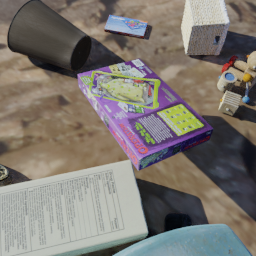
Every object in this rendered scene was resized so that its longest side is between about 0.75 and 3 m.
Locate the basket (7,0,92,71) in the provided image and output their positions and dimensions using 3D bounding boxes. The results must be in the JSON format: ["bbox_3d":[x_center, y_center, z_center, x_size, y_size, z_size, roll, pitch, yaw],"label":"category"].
[{"bbox_3d":[-2.085,-2.492,7.878,1.887,1.284,1.702,28,79,9],"label":"basket"}]

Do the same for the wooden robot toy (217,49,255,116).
[{"bbox_3d":[3.167,-1.614,7.444,1.133,1.167,2.571,37,68,17],"label":"wooden robot toy"}]

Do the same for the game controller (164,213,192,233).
[{"bbox_3d":[1.063,2.387,5.938,0.584,0.236,1.120,-3,61,15],"label":"game controller"}]

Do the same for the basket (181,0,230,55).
[{"bbox_3d":[2.177,-2.969,8.094,1.037,1.277,1.289,-2,63,2],"label":"basket"}]

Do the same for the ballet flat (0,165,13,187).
[{"bbox_3d":[-3.821,0.661,6.397,2.758,0.929,0.639,23,104,15],"label":"ballet flat"}]

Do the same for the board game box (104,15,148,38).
[{"bbox_3d":[-0.059,-3.211,8.859,1.263,0.123,0.650,13,65,7],"label":"board game box"}]

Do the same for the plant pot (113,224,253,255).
[{"bbox_3d":[0.682,3.082,4.134,3.000,2.945,2.937,-29,66,-19],"label":"plant pot"}]

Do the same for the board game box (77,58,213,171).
[{"bbox_3d":[0.213,-0.456,5.532,1.565,0.421,2.608,-16,48,-24],"label":"board game box"}]

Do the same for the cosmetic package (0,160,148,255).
[{"bbox_3d":[-1.206,1.793,5.728,2.978,1.058,1.566,-10,63,-5],"label":"cosmetic package"}]
